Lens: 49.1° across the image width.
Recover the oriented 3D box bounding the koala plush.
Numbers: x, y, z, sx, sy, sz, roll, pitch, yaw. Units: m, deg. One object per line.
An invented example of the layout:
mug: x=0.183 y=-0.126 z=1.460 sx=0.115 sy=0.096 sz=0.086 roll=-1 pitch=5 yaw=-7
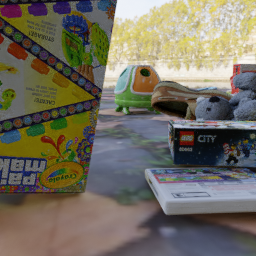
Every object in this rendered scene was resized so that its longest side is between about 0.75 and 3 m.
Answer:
koala plush: x=2.103 y=-0.330 z=6.057 sx=1.370 sy=1.259 sz=1.215 roll=-5 pitch=51 yaw=24

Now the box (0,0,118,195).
box: x=-1.419 y=-0.590 z=3.535 sx=1.392 sy=2.197 sz=2.281 roll=8 pitch=4 yaw=-32

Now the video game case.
video game case: x=0.895 y=0.617 z=2.958 sx=1.284 sy=0.148 sz=1.170 roll=-1 pitch=5 yaw=-5

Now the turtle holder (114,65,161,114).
turtle holder: x=0.440 y=-1.532 z=10.947 sx=1.912 sy=1.787 sz=2.517 roll=1 pitch=10 yaw=9

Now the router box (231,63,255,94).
router box: x=5.119 y=-1.581 z=11.035 sx=2.071 sy=1.859 sz=0.506 roll=-1 pitch=10 yaw=-13

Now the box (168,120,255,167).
box: x=1.982 y=0.178 z=4.271 sx=2.674 sy=0.504 sz=1.826 roll=1 pitch=5 yaw=6

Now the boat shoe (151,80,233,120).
boat shoe: x=1.924 y=-0.559 z=8.141 sx=2.654 sy=1.004 sz=0.980 roll=14 pitch=51 yaw=16

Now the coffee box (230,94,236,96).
coffee box: x=3.933 y=-0.658 z=8.823 sx=1.100 sy=0.767 sz=1.924 roll=-1 pitch=10 yaw=-4

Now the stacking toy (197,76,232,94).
stacking toy: x=4.211 y=-1.744 z=12.657 sx=2.596 sy=1.097 sz=2.350 roll=-9 pitch=10 yaw=20
